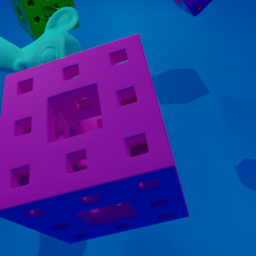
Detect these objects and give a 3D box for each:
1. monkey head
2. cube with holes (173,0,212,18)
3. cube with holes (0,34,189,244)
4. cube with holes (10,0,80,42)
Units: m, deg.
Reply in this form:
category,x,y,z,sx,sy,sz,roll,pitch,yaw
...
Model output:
category,x,y,z,sx,sy,sz,roll,pitch,yaw
monkey head,-1.391,-1.000,4.307,1.354,1.881,1.134,21,20,-13
cube with holes,1.781,-4.171,7.955,1.196,1.196,1.196,-44,39,15
cube with holes,-0.228,0.174,2.346,1.127,1.127,1.127,-16,56,7
cube with holes,-2.388,-3.438,7.803,1.352,1.352,1.352,-31,54,-18
